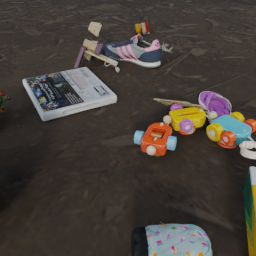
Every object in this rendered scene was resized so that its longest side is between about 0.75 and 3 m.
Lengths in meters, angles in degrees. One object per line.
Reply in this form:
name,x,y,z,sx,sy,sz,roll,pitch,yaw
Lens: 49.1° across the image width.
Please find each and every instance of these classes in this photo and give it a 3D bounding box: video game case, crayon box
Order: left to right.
video game case,-2.075,-1.291,9.655,2.477,0.318,2.724,-17,39,-23
crayon box,2.962,1.878,4.782,1.645,0.675,2.616,9,35,13

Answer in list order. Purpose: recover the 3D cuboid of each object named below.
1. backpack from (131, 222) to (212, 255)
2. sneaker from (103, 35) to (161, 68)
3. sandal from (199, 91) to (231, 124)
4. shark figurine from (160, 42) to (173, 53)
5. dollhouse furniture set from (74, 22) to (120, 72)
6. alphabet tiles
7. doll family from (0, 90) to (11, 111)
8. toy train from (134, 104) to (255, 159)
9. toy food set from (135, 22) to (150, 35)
backpack,0.699,2.027,4.478,1.252,0.793,1.045,2,32,-3
sneaker,0.152,-3.478,12.004,2.883,1.182,1.011,19,39,25
sandal,2.770,-0.710,8.611,0.883,0.534,2.171,-1,35,-1
shark figurine,1.747,-3.857,13.239,0.615,0.430,1.030,-5,33,-4
dollhouse furniture set,-0.916,-3.306,11.613,1.682,1.878,2.370,22,25,-9
alphabet tiles,1.585,-0.644,8.131,1.337,0.050,1.118,12,-3,38
doll family,-4.455,-0.442,7.931,2.404,0.943,1.389,-5,40,-2
toy train,1.730,0.295,7.024,2.908,0.809,2.185,7,37,16
toy food set,0.813,-5.435,15.508,0.699,0.659,1.464,-10,16,10
